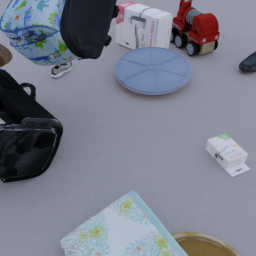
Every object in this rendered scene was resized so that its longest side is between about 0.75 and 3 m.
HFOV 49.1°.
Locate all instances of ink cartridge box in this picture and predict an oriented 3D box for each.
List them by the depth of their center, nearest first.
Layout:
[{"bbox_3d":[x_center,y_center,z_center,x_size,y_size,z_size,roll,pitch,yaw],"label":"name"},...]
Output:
[{"bbox_3d":[2.665,0.692,7.410,0.655,0.376,1.118,-17,44,-18],"label":"ink cartridge box"},{"bbox_3d":[0.618,-4.180,11.883,2.317,1.687,0.982,30,47,29],"label":"ink cartridge box"}]

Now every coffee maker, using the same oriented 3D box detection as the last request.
[{"bbox_3d":[-3.027,-0.295,7.219,2.877,2.017,2.995,-25,51,-37],"label":"coffee maker"}]

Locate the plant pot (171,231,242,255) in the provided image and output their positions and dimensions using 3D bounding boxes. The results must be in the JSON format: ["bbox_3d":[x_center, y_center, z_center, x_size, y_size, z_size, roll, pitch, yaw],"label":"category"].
[{"bbox_3d":[1.283,2.903,4.975,2.410,0.331,2.410,0,41,0],"label":"plant pot"}]

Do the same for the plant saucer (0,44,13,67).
[{"bbox_3d":[-2.584,-1.286,4.798,1.118,1.118,0.165,2,79,3],"label":"plant saucer"}]

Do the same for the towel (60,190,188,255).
[{"bbox_3d":[-0.086,2.341,5.118,1.831,0.515,2.139,-30,42,-15],"label":"towel"}]

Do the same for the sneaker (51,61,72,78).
[{"bbox_3d":[-2.534,-2.337,10.777,0.408,0.437,1.103,18,43,21],"label":"sneaker"}]

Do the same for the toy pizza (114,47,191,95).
[{"bbox_3d":[0.907,-2.098,10.405,2.813,0.446,2.813,-1,49,1],"label":"toy pizza"}]

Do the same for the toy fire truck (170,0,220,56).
[{"bbox_3d":[2.985,-4.768,11.800,1.725,2.682,2.361,-19,45,-19],"label":"toy fire truck"}]

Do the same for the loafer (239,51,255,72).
[{"bbox_3d":[5.158,-2.793,11.043,2.134,0.749,0.725,-26,48,-26],"label":"loafer"}]

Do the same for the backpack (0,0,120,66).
[{"bbox_3d":[-1.876,-2.689,7.158,2.817,2.166,2.298,-6,65,52],"label":"backpack"}]
